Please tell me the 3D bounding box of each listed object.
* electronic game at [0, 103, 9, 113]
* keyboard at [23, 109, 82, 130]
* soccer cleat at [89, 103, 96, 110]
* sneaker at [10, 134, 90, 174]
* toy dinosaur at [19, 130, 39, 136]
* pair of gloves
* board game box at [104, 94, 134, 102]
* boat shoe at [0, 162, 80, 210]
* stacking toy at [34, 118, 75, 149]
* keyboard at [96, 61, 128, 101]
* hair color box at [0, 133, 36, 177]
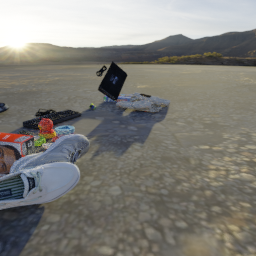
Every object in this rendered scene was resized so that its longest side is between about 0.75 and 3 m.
[{"bbox_3d":[-6.943,-0.943,14.267,1.680,0.349,1.680,-3,20,1],"label":"electronic game"},{"bbox_3d":[-3.558,-0.613,12.847,1.505,0.573,2.892,9,18,28],"label":"keyboard"},{"bbox_3d":[-1.909,-1.144,15.270,0.355,0.274,0.848,27,5,-16],"label":"soccer cleat"},{"bbox_3d":[-1.770,0.968,7.372,1.014,0.924,2.472,24,34,25],"label":"sneaker"},{"bbox_3d":[-3.902,0.205,10.711,0.943,0.224,0.416,12,13,25],"label":"toy dinosaur"},{"bbox_3d":[0.919,-1.473,15.594,2.402,0.495,2.824,13,21,24],"label":"pair of gloves"},{"bbox_3d":[-0.478,-1.862,17.433,1.791,0.309,1.212,5,17,15],"label":"board game box"},{"bbox_3d":[-2.065,1.253,5.877,2.231,0.821,0.745,-18,-14,-20],"label":"boat shoe"},{"bbox_3d":[-2.810,0.156,10.009,1.630,0.688,1.475,8,18,25],"label":"stacking toy"},{"bbox_3d":[-0.702,-1.932,10.959,0.251,1.173,1.954,-38,22,37],"label":"keyboard"},{"bbox_3d":[-3.556,0.693,7.565,2.078,1.055,0.636,4,17,15],"label":"hair color box"}]
